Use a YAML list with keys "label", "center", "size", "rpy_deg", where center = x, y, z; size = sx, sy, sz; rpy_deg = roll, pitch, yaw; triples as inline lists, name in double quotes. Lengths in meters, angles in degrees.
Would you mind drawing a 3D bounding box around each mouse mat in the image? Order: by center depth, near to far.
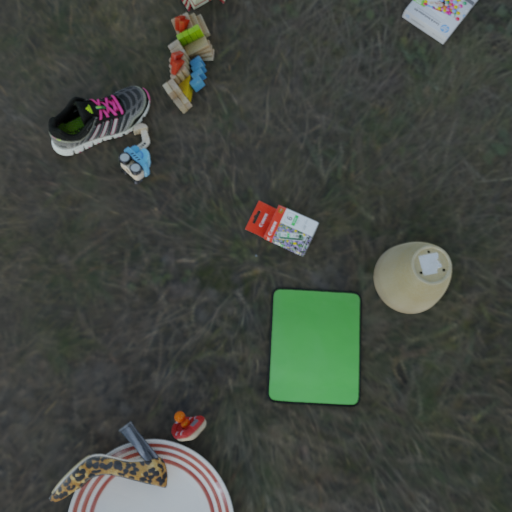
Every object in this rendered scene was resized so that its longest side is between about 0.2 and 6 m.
- label: "mouse mat"
  center: [1.191, 1.817, 11.301]
  size: [1.876, 0.088, 2.332]
  rpy_deg: [3, 77, 1]

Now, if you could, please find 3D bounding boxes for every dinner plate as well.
- label: "dinner plate"
  center: [-1.964, 5.066, 10.520]
  size: [3.132, 0.380, 3.132]
  rpy_deg: [0, 78, 0]

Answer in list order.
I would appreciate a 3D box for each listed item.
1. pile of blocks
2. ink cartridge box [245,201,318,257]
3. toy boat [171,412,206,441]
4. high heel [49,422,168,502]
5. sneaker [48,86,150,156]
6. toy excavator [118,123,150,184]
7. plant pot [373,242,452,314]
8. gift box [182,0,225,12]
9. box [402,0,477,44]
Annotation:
- label: "pile of blocks"
  center: [-1.482, -4.324, 12.146]
  size: [0.952, 0.721, 2.319]
  rpy_deg: [0, 79, 14]
- label: "ink cartridge box"
  center: [0.527, -0.611, 11.677]
  size: [1.359, 0.342, 0.740]
  rpy_deg: [25, 80, 4]
- label: "toy boat"
  center: [-1.356, 3.181, 10.645]
  size: [0.523, 0.800, 0.522]
  rpy_deg: [53, 51, -6]
- label: "high heel"
  center: [-2.646, 4.189, 10.242]
  size: [1.939, 0.692, 1.382]
  rpy_deg: [-38, 85, -16]
- label: "sneaker"
  center: [-3.342, -2.958, 11.804]
  size: [2.354, 1.030, 0.869]
  rpy_deg: [-28, 80, -5]
- label: "toy excavator"
  center: [-2.498, -2.214, 11.988]
  size: [1.022, 0.525, 1.051]
  rpy_deg: [44, 69, 10]
- label: "plant pot"
  center: [3.160, 0.317, 10.875]
  size: [1.465, 1.564, 1.465]
  rpy_deg: [0, 79, 1]
- label: "gift box"
  center: [-1.194, -6.191, 12.435]
  size: [1.140, 1.154, 1.236]
  rpy_deg: [-28, 99, -7]
- label: "box"
  center: [4.234, -5.722, 12.742]
  size: [1.160, 0.306, 1.488]
  rpy_deg: [38, 82, 7]
